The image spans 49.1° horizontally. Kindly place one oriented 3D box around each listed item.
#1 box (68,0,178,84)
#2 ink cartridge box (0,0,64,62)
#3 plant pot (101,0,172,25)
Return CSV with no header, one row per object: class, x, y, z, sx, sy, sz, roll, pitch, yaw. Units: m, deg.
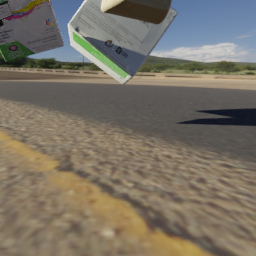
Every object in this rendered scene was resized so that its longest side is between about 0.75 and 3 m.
box,-0.267,-3.301,9.418,2.541,2.554,2.187,36,-4,-8
ink cartridge box,-2.752,-3.026,6.966,1.651,2.280,0.957,-17,50,-6
plant pot,0.282,-2.601,4.960,1.252,1.253,1.110,8,19,-14
